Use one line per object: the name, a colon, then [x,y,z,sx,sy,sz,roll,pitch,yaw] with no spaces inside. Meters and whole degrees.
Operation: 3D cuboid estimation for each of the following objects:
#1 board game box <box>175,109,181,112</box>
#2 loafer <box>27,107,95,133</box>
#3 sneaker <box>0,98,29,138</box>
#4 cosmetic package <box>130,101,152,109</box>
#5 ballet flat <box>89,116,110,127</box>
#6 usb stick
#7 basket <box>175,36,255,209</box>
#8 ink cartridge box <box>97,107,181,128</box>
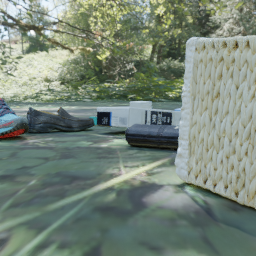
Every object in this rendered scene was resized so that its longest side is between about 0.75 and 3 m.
board game box: [3.271,-0.574,11.470,2.026,0.490,2.678,4,8,26]
loafer: [-1.827,-0.250,7.731,1.880,0.680,0.684,-2,6,-26]
sneaker: [-3.263,-0.334,6.661,2.266,1.082,0.899,4,8,32]
cosmetic package: [0.496,-0.648,10.889,0.632,0.765,0.631,-6,9,-43]
ballet flat: [-0.891,-0.188,9.156,0.982,0.341,0.341,7,9,39]
usb stick: [1.190,0.182,5.067,2.582,0.421,0.716,3,7,23]
basket: [1.494,-0.100,2.826,1.559,1.573,1.265,-4,13,-28]
ink cartridge box: [0.658,-0.249,7.690,2.785,0.546,1.385,0,2,-39]
